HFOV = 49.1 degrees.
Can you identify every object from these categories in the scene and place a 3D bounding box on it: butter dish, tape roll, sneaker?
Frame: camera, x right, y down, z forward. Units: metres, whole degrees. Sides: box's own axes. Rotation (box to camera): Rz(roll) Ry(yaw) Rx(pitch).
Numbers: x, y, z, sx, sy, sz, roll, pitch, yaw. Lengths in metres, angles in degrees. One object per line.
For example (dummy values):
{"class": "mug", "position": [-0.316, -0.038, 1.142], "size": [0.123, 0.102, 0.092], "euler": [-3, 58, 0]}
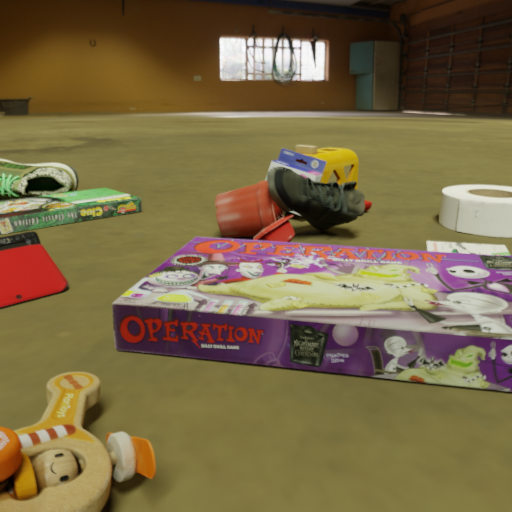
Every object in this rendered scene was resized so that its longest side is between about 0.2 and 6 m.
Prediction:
{"class": "butter dish", "position": [0.333, -0.235, 8.896], "size": [0.699, 0.518, 0.701], "euler": [-32, -2, -27]}
{"class": "tape roll", "position": [4.483, -0.889, 10.706], "size": [1.886, 0.660, 1.886], "euler": [1, 18, 0]}
{"class": "sneaker", "position": [-5.349, -1.639, 12.454], "size": [2.666, 1.025, 1.181], "euler": [-6, 15, -16]}
{"class": "sneaker", "position": [1.098, -1.056, 9.558], "size": [1.176, 0.785, 2.052], "euler": [-12, -26, 37]}

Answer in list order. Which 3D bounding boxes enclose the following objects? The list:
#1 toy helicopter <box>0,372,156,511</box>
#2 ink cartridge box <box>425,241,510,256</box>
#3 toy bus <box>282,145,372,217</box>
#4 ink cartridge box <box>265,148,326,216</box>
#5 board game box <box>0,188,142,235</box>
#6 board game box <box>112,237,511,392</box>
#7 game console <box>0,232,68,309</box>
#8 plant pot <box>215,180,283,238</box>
{"class": "toy helicopter", "position": [-1.268, 1.238, 3.832], "size": [1.173, 0.700, 1.773], "euler": [0, 14, -9]}
{"class": "ink cartridge box", "position": [2.886, 0.126, 7.738], "size": [1.088, 0.459, 0.794], "euler": [4, 17, 14]}
{"class": "toy bus", "position": [1.139, -1.736, 12.281], "size": [2.460, 1.347, 2.607], "euler": [-2, 17, -5]}
{"class": "ink cartridge box", "position": [0.713, -1.497, 11.285], "size": [1.160, 1.182, 0.256], "euler": [24, 12, 35]}
{"class": "board game box", "position": [-4.170, -0.954, 11.460], "size": [3.215, 0.377, 1.685], "euler": [-14, 20, -38]}
{"class": "board game box", "position": [0.975, 0.485, 6.406], "size": [4.430, 0.715, 2.659], "euler": [3, 13, 12]}
{"class": "game console", "position": [-3.693, 0.381, 7.424], "size": [1.779, 1.056, 1.533], "euler": [-15, -8, -42]}
{"class": "plant pot", "position": [-0.123, -0.772, 9.820], "size": [1.031, 1.060, 1.060], "euler": [-9, 15, 11]}
